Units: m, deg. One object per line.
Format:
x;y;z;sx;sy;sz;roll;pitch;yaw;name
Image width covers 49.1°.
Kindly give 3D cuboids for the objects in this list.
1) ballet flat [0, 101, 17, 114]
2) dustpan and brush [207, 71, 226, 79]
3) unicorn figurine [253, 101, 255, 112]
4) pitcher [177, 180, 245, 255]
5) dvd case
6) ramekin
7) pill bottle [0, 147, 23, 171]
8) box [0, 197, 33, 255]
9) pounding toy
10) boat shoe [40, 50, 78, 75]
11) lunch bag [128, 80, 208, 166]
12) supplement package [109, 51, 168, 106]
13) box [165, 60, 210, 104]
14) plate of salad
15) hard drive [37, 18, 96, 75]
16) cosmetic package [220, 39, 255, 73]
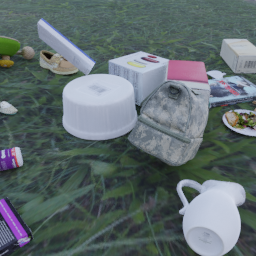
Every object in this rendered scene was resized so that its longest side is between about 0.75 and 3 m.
-4.542;-0.793;9.986;1.284;0.400;0.433;12;36;18;ballet flat
4.057;-2.366;12.519;1.025;0.293;0.715;-27;50;-25;dustpan and brush
5.147;-0.818;9.911;1.252;0.673;1.823;18;51;8;unicorn figurine
1.567;1.698;5.784;1.477;1.044;1.722;11;26;25;pitcher
3.912;-1.499;11.160;2.525;0.278;1.843;-8;35;-14;dvd case
-0.938;-0.814;9.266;2.535;1.236;2.535;0;34;0;ramekin
-3.310;0.855;7.397;0.945;0.532;0.532;-13;36;-18;pill bottle
-2.978;2.230;5.538;1.758;0.317;1.257;-25;40;-34;box
-6.114;-3.414;13.460;2.238;1.346;2.900;-1;3;19;pounding toy
-3.314;-3.082;13.075;2.330;0.773;0.862;20;38;27;boat shoe
1.196;-0.201;7.059;1.497;1.803;2.149;29;11;24;lunch bag
0.516;-1.967;10.863;1.764;1.357;1.845;-27;41;-35;supplement package
1.872;-1.119;9.357;1.336;1.568;2.452;5;33;7;box
3.962;-0.263;9.209;1.604;0.385;1.604;0;33;0;plate of salad
-2.174;-2.774;9.874;0.277;2.185;1.442;-54;11;-10;hard drive
5.517;-3.552;13.681;1.281;0.904;2.475;-1;35;-1;cosmetic package
